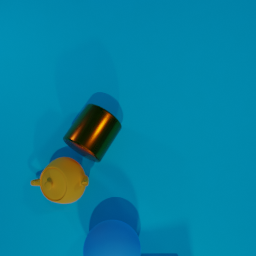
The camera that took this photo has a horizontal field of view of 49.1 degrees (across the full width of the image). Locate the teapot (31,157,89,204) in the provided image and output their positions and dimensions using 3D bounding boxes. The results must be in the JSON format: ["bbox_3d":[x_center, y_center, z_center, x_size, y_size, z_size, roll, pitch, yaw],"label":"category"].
[{"bbox_3d":[-1.581,1.295,6.756,1.850,0.906,1.150,-6,90,26],"label":"teapot"}]

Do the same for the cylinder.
[{"bbox_3d":[-0.852,0.127,6.790,1.051,1.051,1.051,32,72,2],"label":"cylinder"}]

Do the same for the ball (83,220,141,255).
[{"bbox_3d":[-0.374,2.865,6.586,1.351,1.351,1.351,0,86,0],"label":"ball"}]
